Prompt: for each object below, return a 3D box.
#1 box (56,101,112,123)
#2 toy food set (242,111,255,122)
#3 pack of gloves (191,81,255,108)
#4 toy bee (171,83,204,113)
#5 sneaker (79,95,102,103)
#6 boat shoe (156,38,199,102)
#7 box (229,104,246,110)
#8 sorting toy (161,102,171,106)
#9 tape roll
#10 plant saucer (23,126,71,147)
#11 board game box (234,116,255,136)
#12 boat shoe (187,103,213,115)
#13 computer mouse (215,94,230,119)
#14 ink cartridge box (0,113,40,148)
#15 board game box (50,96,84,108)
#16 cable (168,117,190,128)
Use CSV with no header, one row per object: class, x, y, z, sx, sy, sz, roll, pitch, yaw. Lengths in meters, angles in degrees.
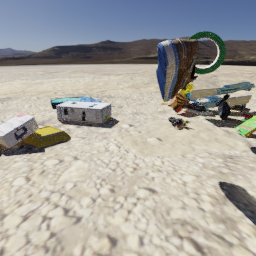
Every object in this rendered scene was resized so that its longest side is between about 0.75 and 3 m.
box,-1.987,-0.763,12.835,2.210,0.664,1.289,4,17,15
toy food set,5.752,-0.304,11.595,2.018,0.491,1.997,-6,18,-19
pack of gloves,4.488,-1.699,13.587,2.929,0.578,2.461,-7,-20,10
toy bee,2.879,-1.706,14.671,1.423,1.713,2.617,52,25,11
sneaker,-1.904,-1.135,14.376,0.788,0.662,2.010,-33,34,-24
boat shoe,1.289,-1.376,7.208,0.955,0.953,2.639,-15,-12,1
box,5.648,-1.223,15.060,1.203,0.297,0.960,10,17,29
sorting toy,2.675,-1.415,15.812,1.645,0.224,0.926,3,17,10
tape roll,2.898,-2.879,10.762,1.600,1.600,0.385,4,18,12
plant saucer,-2.966,0.238,10.081,1.339,0.324,1.339,14,23,40
board game box,4.789,-0.148,10.609,1.397,0.209,0.667,-29,24,-1
boat shoe,3.514,-0.961,13.801,1.398,0.496,0.504,14,22,40
computer mouse,4.506,-0.900,13.008,0.335,0.881,1.272,23,48,-18
ink cartridge box,-3.872,0.062,9.658,0.906,0.528,1.252,15,42,42
board game box,-3.262,-1.499,15.949,2.207,0.311,1.493,-5,17,-18
cable,2.016,-0.214,11.935,0.700,0.363,1.441,-23,10,-16
